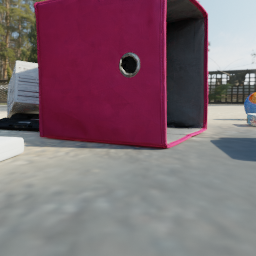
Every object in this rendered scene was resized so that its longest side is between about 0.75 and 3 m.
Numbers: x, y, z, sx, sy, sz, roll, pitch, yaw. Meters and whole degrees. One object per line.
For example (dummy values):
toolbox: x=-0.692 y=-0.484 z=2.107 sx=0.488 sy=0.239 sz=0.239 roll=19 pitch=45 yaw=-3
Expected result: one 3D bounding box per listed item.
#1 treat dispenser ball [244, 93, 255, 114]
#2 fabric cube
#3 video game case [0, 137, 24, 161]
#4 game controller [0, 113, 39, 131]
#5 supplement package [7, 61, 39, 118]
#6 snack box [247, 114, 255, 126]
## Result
treat dispenser ball: x=5.230 y=-0.871 z=11.158 sx=1.129 sy=1.129 sz=1.129 roll=0 pitch=6 yaw=0
fabric cube: x=0.022 y=-1.246 z=6.244 sx=2.898 sy=2.852 sz=2.908 roll=3 pitch=7 yaw=28
video game case: x=-2.831 y=0.352 z=3.183 sx=2.228 sy=0.290 sz=2.448 roll=1 pitch=6 yaw=9
game controller: x=-2.598 y=-0.119 z=7.749 sx=2.136 sy=0.450 sz=1.114 roll=2 pitch=21 yaw=22
supplement package: x=-2.746 y=-1.009 z=8.693 sx=1.688 sy=1.202 sz=2.167 roll=3 pitch=-11 yaw=-28
snack box: x=4.810 y=-0.243 z=8.606 sx=1.944 sy=0.361 sz=1.129 roll=1 pitch=6 yaw=8
